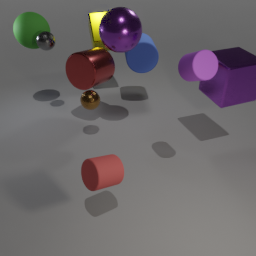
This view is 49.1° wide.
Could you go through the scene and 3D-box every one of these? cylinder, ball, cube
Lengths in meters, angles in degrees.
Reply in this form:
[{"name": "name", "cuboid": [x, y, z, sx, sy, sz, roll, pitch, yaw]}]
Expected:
[{"name": "cylinder", "cuboid": [-1.437, -2.305, 10.817, 1.400, 1.400, 1.400, 15, 28, 25]}, {"name": "ball", "cuboid": [-3.818, -3.876, 11.157, 1.400, 1.400, 1.400, 0, 30, 0]}, {"name": "cylinder", "cuboid": [1.682, -1.491, 6.774, 0.700, 0.700, 0.700, -11, 10, -18]}, {"name": "cube", "cuboid": [-1.077, -4.556, 13.301, 1.400, 1.400, 1.400, -9, -2, -8]}, {"name": "cylinder", "cuboid": [0.564, -3.339, 12.435, 1.400, 1.400, 1.400, -2, 34, -4]}, {"name": "cube", "cuboid": [3.372, -1.697, 9.248, 1.400, 1.400, 1.400, -13, 38, -15]}, {"name": "ball", "cuboid": [-1.322, -0.982, 9.834, 0.700, 0.700, 0.700, 0, 30, 0]}, {"name": "cylinder", "cuboid": [-0.562, 0.973, 6.183, 0.700, 0.700, 0.700, -6, 27, -41]}, {"name": "ball", "cuboid": [-3.080, -3.265, 10.506, 0.700, 0.700, 0.700, 0, 30, 0]}, {"name": "ball", "cuboid": [-0.240, -3.150, 9.042, 1.400, 1.400, 1.400, 0, 30, 0]}]
